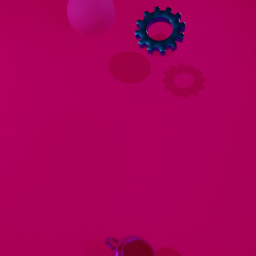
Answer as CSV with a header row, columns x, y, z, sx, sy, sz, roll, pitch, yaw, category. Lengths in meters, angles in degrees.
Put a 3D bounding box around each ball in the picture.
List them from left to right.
x,y,z,sx,sy,sz,roll,pitch,yaw,category
-0.926,-2.920,7.076,1.205,1.205,1.205,0,67,0,ball

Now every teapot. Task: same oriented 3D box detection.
x,y,z,sx,sy,sz,roll,pitch,yaw,category
0.116,2.482,5.126,1.376,0.674,0.855,39,42,11,teapot

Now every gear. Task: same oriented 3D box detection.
x,y,z,sx,sy,sz,roll,pitch,yaw,category
0.793,-2.418,6.971,1.227,0.227,1.227,-2,77,8,gear
